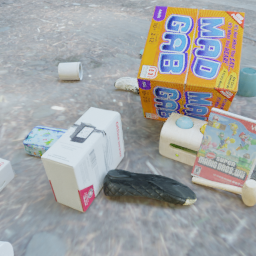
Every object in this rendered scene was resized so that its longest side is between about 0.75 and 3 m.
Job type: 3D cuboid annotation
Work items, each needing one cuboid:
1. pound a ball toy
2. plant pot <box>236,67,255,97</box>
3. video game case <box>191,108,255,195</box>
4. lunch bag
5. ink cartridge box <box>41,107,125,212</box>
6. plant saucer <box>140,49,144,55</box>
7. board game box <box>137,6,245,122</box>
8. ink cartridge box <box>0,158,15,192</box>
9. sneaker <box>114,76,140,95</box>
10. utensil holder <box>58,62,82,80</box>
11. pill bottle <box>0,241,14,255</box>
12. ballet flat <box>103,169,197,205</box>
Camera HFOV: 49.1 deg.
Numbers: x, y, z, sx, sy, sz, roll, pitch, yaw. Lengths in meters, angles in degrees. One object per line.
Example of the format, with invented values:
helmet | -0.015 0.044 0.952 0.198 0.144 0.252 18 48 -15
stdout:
pound a ball toy | 2.336 0.658 7.894 2.949 1.253 1.923 18 42 22
plant pot | 4.882 -1.969 11.503 1.281 0.863 1.281 1 38 0
video game case | 2.607 0.630 7.318 1.446 2.023 0.176 20 25 21
lunch bag | -2.500 0.415 8.782 1.334 0.550 1.073 10 37 11
ink cartridge box | -1.044 0.744 7.444 0.950 1.655 2.279 12 40 22
plant saucer | 1.141 -3.810 14.343 1.074 0.193 1.074 0 38 0
board game box | 1.986 -1.862 9.124 2.694 2.695 2.693 9 69 12
ink cartridge box | -4.052 1.255 7.647 1.458 0.617 1.054 14 40 15
sneaker | 0.161 -1.706 11.436 1.388 0.524 0.798 -4 37 -9
utensil holder | -2.507 -2.475 12.219 0.905 0.769 0.769 -1 39 1
pill bottle | -3.553 2.631 5.367 2.340 1.313 1.313 3 39 3
ballet flat | 0.555 1.625 7.359 2.450 0.696 0.814 11 20 5
